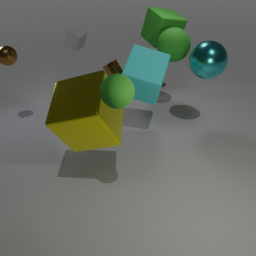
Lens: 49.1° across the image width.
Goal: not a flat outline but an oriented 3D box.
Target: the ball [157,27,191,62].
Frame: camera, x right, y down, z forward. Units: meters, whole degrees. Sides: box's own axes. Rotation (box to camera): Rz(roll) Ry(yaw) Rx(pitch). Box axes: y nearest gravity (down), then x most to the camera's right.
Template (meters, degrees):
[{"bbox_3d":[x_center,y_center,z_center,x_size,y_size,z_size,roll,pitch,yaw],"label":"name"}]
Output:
[{"bbox_3d":[1.915,-3.480,11.760,1.400,1.400,1.400,0,29,0],"label":"ball"}]

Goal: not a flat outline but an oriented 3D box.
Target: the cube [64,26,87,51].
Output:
[{"bbox_3d":[-2.304,-3.915,12.267,0.700,0.700,0.700,26,37,4],"label":"cube"}]

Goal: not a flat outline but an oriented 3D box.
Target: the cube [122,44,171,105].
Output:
[{"bbox_3d":[0.610,-1.927,10.283,1.400,1.400,1.400,17,65,4],"label":"cube"}]

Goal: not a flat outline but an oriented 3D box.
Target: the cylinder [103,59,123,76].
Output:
[{"bbox_3d":[-0.652,-2.566,12.389,0.700,0.700,0.700,-31,11,7],"label":"cylinder"}]

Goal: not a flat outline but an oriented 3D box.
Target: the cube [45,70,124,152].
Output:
[{"bbox_3d":[-1.022,-0.383,7.180,1.400,1.400,1.400,-10,54,20],"label":"cube"}]

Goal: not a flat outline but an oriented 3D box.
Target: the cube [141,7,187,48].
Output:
[{"bbox_3d":[1.654,-4.704,13.197,1.400,1.400,1.400,-6,43,-29],"label":"cube"}]

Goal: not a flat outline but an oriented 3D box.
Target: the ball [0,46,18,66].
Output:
[{"bbox_3d":[-4.288,-2.560,9.935,0.700,0.700,0.700,0,29,0],"label":"ball"}]

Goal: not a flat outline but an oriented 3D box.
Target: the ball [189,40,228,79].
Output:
[{"bbox_3d":[2.965,-2.506,10.359,1.400,1.400,1.400,0,29,0],"label":"ball"}]

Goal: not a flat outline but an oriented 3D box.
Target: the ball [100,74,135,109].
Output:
[{"bbox_3d":[-0.216,-0.736,5.626,0.700,0.700,0.700,0,29,0],"label":"ball"}]
